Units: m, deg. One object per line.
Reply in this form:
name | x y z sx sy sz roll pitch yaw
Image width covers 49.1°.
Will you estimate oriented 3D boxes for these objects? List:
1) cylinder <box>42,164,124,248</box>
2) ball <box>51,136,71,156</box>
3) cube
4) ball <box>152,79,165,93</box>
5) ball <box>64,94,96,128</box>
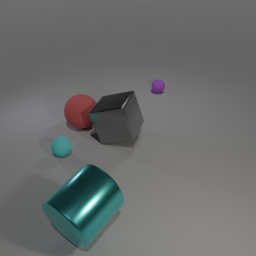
cylinder | -1.044 1.822 6.684 1.400 1.400 1.400 21 48 32
ball | -2.356 0.641 9.845 0.700 0.700 0.700 0 31 0
cube | -0.387 -0.398 10.553 1.400 1.400 1.400 -7 29 25
ball | 1.586 -2.201 14.699 0.700 0.700 0.700 0 31 0
ball | -1.902 -0.688 11.453 1.400 1.400 1.400 0 31 0
